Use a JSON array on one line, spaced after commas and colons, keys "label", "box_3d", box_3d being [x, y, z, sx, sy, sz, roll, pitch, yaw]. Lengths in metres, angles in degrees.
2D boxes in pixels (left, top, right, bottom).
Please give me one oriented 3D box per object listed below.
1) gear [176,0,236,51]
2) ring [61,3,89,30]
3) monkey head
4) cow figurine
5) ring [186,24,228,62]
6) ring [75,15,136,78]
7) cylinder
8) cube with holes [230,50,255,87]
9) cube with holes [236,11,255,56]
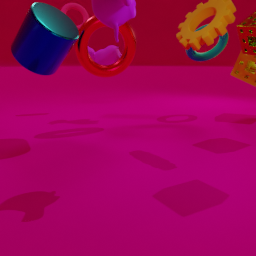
[{"label": "gear", "box_3d": [1.675, -2.287, 6.113, 0.239, 1.293, 1.293, 37, -10, -35]}, {"label": "ring", "box_3d": [-2.083, -4.324, 10.950, 1.154, 1.154, 0.231, -6, -4, -25]}, {"label": "monkey head", "box_3d": [-0.235, -1.890, 4.267, 0.657, 1.090, 0.784, -26, 22, 9]}, {"label": "cow figurine", "box_3d": [-0.936, -2.488, 9.574, 1.344, 1.322, 0.738, -31, 19, 20]}, {"label": "ring", "box_3d": [2.871, -3.081, 10.208, 1.584, 1.584, 0.317, -4, 54, -15]}, {"label": "ring", "box_3d": [-0.632, -2.392, 8.233, 1.842, 1.842, 0.368, -5, 27, -18]}, {"label": "cylinder", "box_3d": [-2.010, -2.129, 6.798, 1.229, 1.229, 1.229, -44, -14, 33]}, {"label": "cube with holes", "box_3d": [4.676, -2.326, 10.177, 1.142, 1.142, 1.142, 34, 40, 26]}, {"label": "cube with holes", "box_3d": [3.432, -2.412, 7.095, 0.821, 0.821, 0.821, -39, 34, -13]}]
